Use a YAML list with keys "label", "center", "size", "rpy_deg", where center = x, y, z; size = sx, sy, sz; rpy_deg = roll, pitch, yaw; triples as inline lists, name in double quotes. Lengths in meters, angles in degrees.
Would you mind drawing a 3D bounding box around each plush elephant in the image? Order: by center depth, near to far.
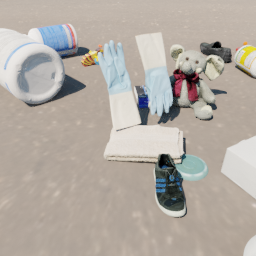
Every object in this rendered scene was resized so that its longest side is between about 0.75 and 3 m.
- label: "plush elephant"
  center: [1.792, -1.475, 8.220]
  size: [1.793, 1.686, 2.177]
  rpy_deg: [13, 35, 19]

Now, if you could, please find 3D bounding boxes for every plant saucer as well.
- label: "plant saucer"
  center: [1.336, 0.827, 6.119]
  size: [0.837, 0.115, 0.837]
  rpy_deg: [0, 32, 0]

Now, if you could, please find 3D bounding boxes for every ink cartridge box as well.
- label: "ink cartridge box"
  center: [0.567, -1.012, 8.864]
  size: [0.599, 0.236, 1.205]
  rpy_deg: [-3, 34, -7]

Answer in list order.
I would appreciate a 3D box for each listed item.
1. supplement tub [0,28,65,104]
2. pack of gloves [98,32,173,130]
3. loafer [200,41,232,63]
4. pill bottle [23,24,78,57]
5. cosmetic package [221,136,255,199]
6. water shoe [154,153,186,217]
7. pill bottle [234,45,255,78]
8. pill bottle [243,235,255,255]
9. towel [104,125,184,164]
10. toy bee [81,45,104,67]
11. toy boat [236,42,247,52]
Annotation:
- label: "supplement tub"
  center: [-3.454, -2.041, 8.961]
  size: [1.814, 1.814, 2.750]
  rpy_deg: [-26, 43, -34]
- label: "pack of gloves"
  center: [0.190, -1.198, 7.110]
  size: [1.803, 2.146, 0.423]
  rpy_deg: [-15, 9, -21]
- label: "loafer"
  center: [3.824, -3.452, 12.196]
  size: [0.676, 0.699, 1.991]
  rpy_deg: [-11, 34, -17]
- label: "pill bottle"
  center: [-3.416, -3.613, 11.882]
  size: [2.326, 1.305, 1.305]
  rpy_deg: [-20, 38, -29]
- label: "cosmetic package"
  center: [2.820, 0.941, 5.401]
  size: [0.991, 0.713, 1.757]
  rpy_deg: [-16, 35, -24]
- label: "water shoe"
  center: [0.747, 1.040, 5.372]
  size: [0.503, 0.555, 1.407]
  rpy_deg: [-5, 33, -7]
- label: "pill bottle"
  center: [4.768, -2.397, 10.361]
  size: [0.923, 0.923, 1.638]
  rpy_deg: [-7, 33, -11]
- label: "pill bottle"
  center: [2.235, 1.802, 3.568]
  size: [2.157, 1.233, 1.233]
  rpy_deg: [-18, 37, -26]
- label: "towel"
  center: [0.393, 0.349, 6.572]
  size: [1.804, 0.311, 1.196]
  rpy_deg: [0, 32, 9]
- label: "toy bee"
  center: [-1.295, -3.024, 11.512]
  size: [0.900, 0.747, 1.375]
  rpy_deg: [21, 38, 31]
- label: "toy boat"
  center: [5.306, -3.662, 12.701]
  size: [0.776, 0.507, 0.507]
  rpy_deg: [-15, 36, -22]
